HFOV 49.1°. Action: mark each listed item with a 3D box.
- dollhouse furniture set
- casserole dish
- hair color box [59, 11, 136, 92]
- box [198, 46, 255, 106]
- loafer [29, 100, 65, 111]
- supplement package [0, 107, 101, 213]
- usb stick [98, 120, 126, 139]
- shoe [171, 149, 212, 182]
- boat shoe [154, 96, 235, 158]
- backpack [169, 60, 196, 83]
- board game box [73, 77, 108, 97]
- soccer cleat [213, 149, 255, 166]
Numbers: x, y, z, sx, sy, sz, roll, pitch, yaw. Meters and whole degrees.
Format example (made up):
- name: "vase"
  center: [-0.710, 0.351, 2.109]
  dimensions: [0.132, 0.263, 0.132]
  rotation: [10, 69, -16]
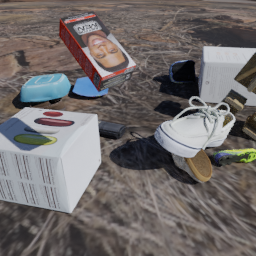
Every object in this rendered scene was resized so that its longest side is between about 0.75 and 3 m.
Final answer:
- name: "dollhouse furniture set"
  center: [4.348, -0.920, 7.430]
  dimensions: [2.868, 2.514, 1.905]
  rotation: [37, 41, 9]
- name: "casserole dish"
  center: [-2.897, -1.489, 9.894]
  dimensions: [1.597, 0.511, 2.636]
  rotation: [-7, 20, -4]
- name: "hair color box"
  center: [-0.381, -0.928, 3.317]
  dimensions: [0.484, 0.292, 0.954]
  rotation: [-27, 71, -27]
- name: "box"
  center: [4.004, -1.883, 9.991]
  dimensions: [2.778, 1.477, 2.115]
  rotation: [6, 30, 11]
- name: "loafer"
  center: [-2.631, -0.753, 9.097]
  dimensions: [1.148, 0.408, 0.419]
  rotation: [-5, 30, -9]
- name: "supplement package"
  center: [-1.724, 0.555, 5.837]
  dimensions: [1.806, 1.328, 1.727]
  rotation: [6, 30, 14]
- name: "usb stick"
  center: [-1.021, -0.066, 7.972]
  dimensions: [1.973, 0.322, 0.547]
  rotation: [11, 32, 20]
- name: "shoe"
  center: [1.408, 0.635, 6.646]
  dimensions: [0.689, 0.526, 1.969]
  rotation: [18, 29, -19]
- name: "boat shoe"
  center: [1.761, -0.128, 6.384]
  dimensions: [2.812, 1.199, 1.039]
  rotation: [-2, 41, -47]
- name: "backpack"
  center: [2.147, -2.242, 11.295]
  dimensions: [0.990, 0.906, 0.728]
  rotation: [-7, 8, -9]
- name: "board game box"
  center: [-1.350, -1.433, 10.445]
  dimensions: [1.243, 0.306, 1.573]
  rotation: [4, 35, -2]
- name: "soccer cleat"
  center: [2.580, 0.629, 6.712]
  dimensions: [1.123, 0.363, 0.470]
  rotation: [-7, 26, -12]
